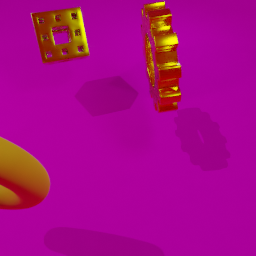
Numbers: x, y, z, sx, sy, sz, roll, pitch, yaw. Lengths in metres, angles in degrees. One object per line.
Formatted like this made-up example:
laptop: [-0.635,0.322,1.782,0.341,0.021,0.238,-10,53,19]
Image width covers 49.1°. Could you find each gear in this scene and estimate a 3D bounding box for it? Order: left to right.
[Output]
gear: [0.590,-1.302,5.341,0.368,1.988,1.988,-9,51,-1]

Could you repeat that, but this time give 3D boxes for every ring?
ring: [-1.968,0.491,3.278,2.100,2.100,0.420,6,59,5]

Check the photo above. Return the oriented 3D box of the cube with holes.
cube with holes: [-1.597,-2.148,6.702,1.067,1.067,1.067,-13,13,-11]
